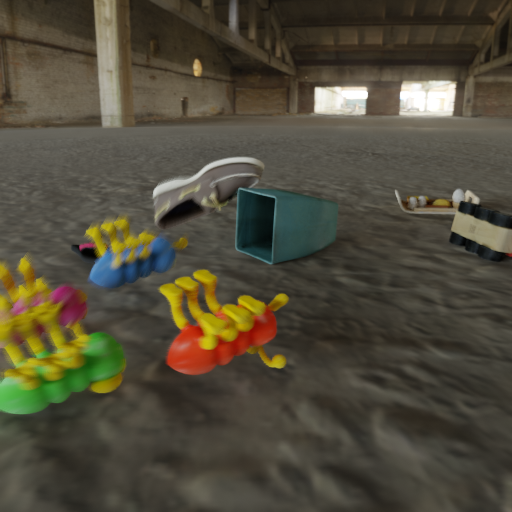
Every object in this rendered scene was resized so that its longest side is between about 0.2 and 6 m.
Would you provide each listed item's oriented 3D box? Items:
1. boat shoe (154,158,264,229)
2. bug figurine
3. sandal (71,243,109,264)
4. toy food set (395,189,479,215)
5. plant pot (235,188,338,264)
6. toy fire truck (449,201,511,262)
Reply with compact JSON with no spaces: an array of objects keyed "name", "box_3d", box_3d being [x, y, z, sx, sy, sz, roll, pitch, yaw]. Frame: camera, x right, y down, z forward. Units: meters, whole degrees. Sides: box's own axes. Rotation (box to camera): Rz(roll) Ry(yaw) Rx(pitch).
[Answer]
[{"name":"boat shoe","box_3d":[-1.000,-1.227,11.301,2.693,0.801,0.967,-14,-27,30]},{"name":"bug figurine","box_3d":[-1.626,0.650,6.675,3.084,1.023,3.977,-18,25,-26]},{"name":"sandal","box_3d":[-3.017,-0.120,10.380,0.584,0.351,1.556,4,11,-40]},{"name":"toy food set","box_3d":[4.744,-1.547,14.879,1.995,0.603,1.432,3,17,9]},{"name":"plant pot","box_3d":[0.681,-0.677,10.967,1.761,1.244,1.244,-8,18,-34]},{"name":"toy fire truck","box_3d":[5.020,-0.553,10.925,1.847,1.188,1.626,8,14,-14]}]
